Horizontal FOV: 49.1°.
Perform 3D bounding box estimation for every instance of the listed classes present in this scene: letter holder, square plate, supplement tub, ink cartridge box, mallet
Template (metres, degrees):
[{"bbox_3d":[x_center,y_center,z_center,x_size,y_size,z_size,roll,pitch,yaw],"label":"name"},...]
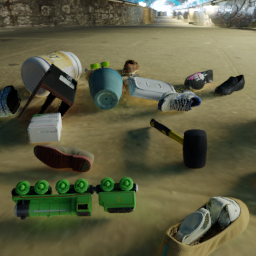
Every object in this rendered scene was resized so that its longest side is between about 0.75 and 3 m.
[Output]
[{"bbox_3d":[-2.901,-1.038,10.270,1.236,1.746,2.457,35,18,-21],"label":"letter holder"},{"bbox_3d":[1.100,-1.709,12.116,2.201,0.316,2.222,9,26,-9],"label":"square plate"},{"bbox_3d":[-3.415,-2.544,12.780,1.743,1.743,2.414,12,28,24],"label":"supplement tub"},{"bbox_3d":[-2.565,-0.017,8.721,0.886,0.510,1.214,-3,23,-8],"label":"ink cartridge box"},{"bbox_3d":[1.302,0.080,8.028,0.598,0.957,2.906,-9,26,-18],"label":"mallet"}]

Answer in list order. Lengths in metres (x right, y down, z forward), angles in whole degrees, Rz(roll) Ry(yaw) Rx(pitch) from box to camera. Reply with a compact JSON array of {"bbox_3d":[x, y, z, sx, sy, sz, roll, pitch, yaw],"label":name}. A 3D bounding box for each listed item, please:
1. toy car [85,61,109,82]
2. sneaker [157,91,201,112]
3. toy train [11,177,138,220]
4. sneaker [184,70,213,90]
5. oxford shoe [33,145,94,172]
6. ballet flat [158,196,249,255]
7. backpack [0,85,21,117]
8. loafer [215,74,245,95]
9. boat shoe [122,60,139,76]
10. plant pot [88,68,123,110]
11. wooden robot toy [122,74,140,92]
[{"bbox_3d":[-1.599,-2.514,13.543,1.160,1.207,1.470,-20,19,-37],"label":"toy car"},{"bbox_3d":[1.997,-0.975,10.597,1.968,0.758,0.838,-17,34,-31],"label":"sneaker"},{"bbox_3d":[-1.026,1.379,5.467,2.480,0.517,0.699,-2,62,-4],"label":"toy train"},{"bbox_3d":[3.292,-2.281,13.594,2.056,0.826,0.888,-19,13,-42],"label":"sneaker"},{"bbox_3d":[-1.621,0.712,7.150,1.540,0.542,0.576,17,24,3],"label":"oxford shoe"},{"bbox_3d":[1.462,1.646,4.881,2.341,0.738,0.803,-21,31,-39],"label":"ballet flat"},{"bbox_3d":[-4.435,-0.884,10.260,0.930,0.987,1.209,-17,35,-14],"label":"backpack"},{"bbox_3d":[4.643,-1.989,12.742,2.098,0.737,0.712,-21,32,-37],"label":"loafer"},{"bbox_3d":[0.203,-3.588,16.190,0.796,0.747,2.211,5,25,11],"label":"boat shoe"},{"bbox_3d":[-0.863,-1.423,10.960,1.403,1.403,1.318,-2,39,-4],"label":"plant pot"},{"bbox_3d":[-0.027,-1.961,13.097,1.750,0.771,0.794,-21,67,-38],"label":"wooden robot toy"}]
